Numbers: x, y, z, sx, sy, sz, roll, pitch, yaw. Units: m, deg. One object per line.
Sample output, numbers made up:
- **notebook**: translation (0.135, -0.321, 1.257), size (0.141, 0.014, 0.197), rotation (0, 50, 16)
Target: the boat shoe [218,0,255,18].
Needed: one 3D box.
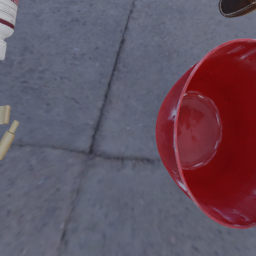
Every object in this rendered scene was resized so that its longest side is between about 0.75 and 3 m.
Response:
- **boat shoe**: translation (3.344, -3.750, 6.951), size (1.049, 2.984, 1.050), rotation (-26, 89, -32)

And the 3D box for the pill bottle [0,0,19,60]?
- **pill bottle**: translation (-3.345, -2.991, 6.528), size (1.456, 1.456, 2.550), rotation (12, 95, 9)

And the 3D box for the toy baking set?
- **toy baking set**: translation (-2.983, 0.265, 5.869), size (1.328, 0.201, 1.730), rotation (20, 84, 27)

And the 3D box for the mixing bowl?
- **mixing bowl**: translation (1.503, 0.063, 4.683), size (2.739, 2.739, 1.484), rotation (-31, 14, -21)
